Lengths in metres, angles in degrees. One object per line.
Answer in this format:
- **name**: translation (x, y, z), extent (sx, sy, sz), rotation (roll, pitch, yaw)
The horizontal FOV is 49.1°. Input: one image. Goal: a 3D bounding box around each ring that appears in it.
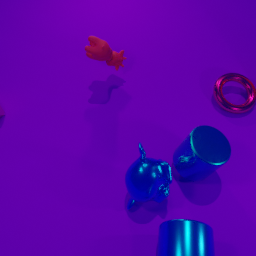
- **ring**: translation (3.187, -1.049, 8.341), extent (1.321, 0.264, 1.321), rotation (2, 72, -5)

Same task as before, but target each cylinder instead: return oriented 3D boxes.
- **cylinder**: translation (1.173, 2.602, 5.689), extent (1.144, 1.144, 1.144), rotation (6, 53, 3)
- **cylinder**: translation (1.781, 0.637, 6.868), extent (1.058, 1.058, 1.058), rotation (8, 57, -12)

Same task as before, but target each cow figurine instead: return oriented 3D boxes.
- **cow figurine**: translation (-0.612, -2.157, 8.130), extent (1.188, 1.207, 0.663), rotation (19, 91, -5)

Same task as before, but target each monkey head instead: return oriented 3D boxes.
- **monkey head**: translation (0.455, 1.127, 6.657), extent (1.053, 1.747, 1.257), rotation (9, 20, -2)

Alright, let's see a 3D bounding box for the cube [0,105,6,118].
- **cube**: translation (-4.183, -0.644, 7.874), extent (0.872, 0.872, 0.872), rotation (-38, 66, -21)
